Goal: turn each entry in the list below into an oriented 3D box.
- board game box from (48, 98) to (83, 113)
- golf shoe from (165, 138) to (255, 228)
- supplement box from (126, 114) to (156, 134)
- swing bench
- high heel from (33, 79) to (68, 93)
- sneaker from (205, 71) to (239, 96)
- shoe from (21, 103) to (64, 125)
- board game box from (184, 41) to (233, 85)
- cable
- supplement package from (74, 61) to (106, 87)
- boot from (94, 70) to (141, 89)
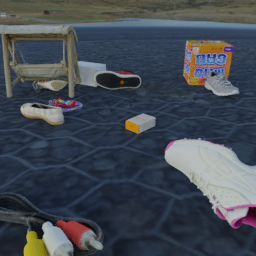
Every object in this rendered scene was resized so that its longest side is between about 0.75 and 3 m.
[{"bbox_3d":[-2.385,-0.920,10.465,1.362,0.265,1.076,-17,29,-31],"label":"board game box"},{"bbox_3d":[1.607,0.954,4.733,2.442,0.920,1.118,21,57,29],"label":"golf shoe"},{"bbox_3d":[0.397,-0.144,8.705,0.526,0.307,0.835,22,33,39],"label":"supplement box"},{"bbox_3d":[-3.532,-2.847,11.414,2.799,2.814,1.826,1,32,2],"label":"swing bench"},{"bbox_3d":[-3.491,-2.023,12.519,1.497,0.535,1.067,-17,33,-16],"label":"high heel"},{"bbox_3d":[3.939,-1.914,11.953,0.753,0.827,2.016,-9,26,-19],"label":"sneaker"},{"bbox_3d":[-2.899,-0.607,9.437,2.022,0.540,0.707,17,29,32],"label":"shoe"},{"bbox_3d":[3.779,-3.182,13.534,1.807,1.807,1.809,1,25,2],"label":"board game box"},{"bbox_3d":[-1.424,1.500,4.659,1.301,0.674,2.678,-20,31,-37],"label":"cable"},{"bbox_3d":[-1.912,-2.590,13.331,1.549,0.909,0.906,14,28,27],"label":"supplement package"},{"bbox_3d":[-0.594,-2.357,13.075,2.140,0.775,1.544,2,23,-15],"label":"boot"}]
